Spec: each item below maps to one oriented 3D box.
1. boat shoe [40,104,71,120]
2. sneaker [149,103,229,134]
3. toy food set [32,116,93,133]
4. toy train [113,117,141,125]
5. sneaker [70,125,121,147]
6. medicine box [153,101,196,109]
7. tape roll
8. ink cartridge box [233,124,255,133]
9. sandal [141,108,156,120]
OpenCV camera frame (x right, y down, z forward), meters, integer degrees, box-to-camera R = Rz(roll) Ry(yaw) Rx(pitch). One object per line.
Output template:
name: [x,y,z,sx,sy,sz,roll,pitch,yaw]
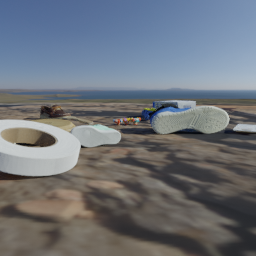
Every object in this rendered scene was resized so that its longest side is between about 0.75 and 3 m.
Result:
boat shoe: [-3.830,-0.832,14.590,2.302,0.828,0.830,7,10,42]
sneaker: [2.152,-0.394,10.354,2.761,1.060,1.536,-7,16,-3]
toy food set: [-2.330,0.084,8.103,2.446,0.491,1.689,-10,16,-42]
toy train: [-0.023,-0.263,12.391,1.158,0.322,0.870,-1,8,18]
sneaker: [-1.066,0.176,7.898,1.532,0.564,0.904,6,7,-39]
medicine box: [2.603,-1.059,15.857,1.669,0.943,1.832,-7,9,-42]
tape roll: [-1.966,0.324,5.558,2.038,0.372,2.038,13,14,-3]
ink cartridge box: [4.304,0.089,10.075,0.847,0.250,1.058,5,15,30]
sandal: [1.041,-0.668,14.497,0.559,0.612,1.406,34,-13,-16]
